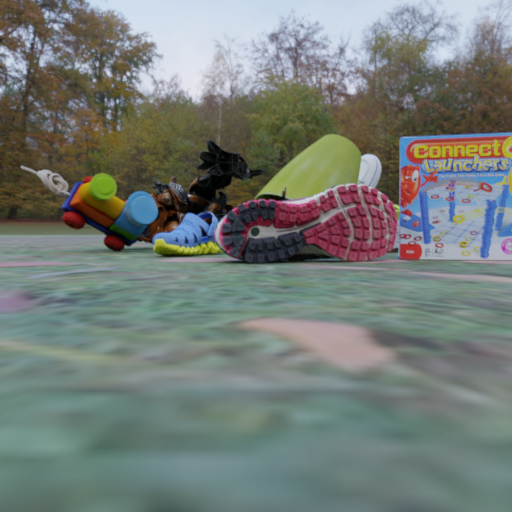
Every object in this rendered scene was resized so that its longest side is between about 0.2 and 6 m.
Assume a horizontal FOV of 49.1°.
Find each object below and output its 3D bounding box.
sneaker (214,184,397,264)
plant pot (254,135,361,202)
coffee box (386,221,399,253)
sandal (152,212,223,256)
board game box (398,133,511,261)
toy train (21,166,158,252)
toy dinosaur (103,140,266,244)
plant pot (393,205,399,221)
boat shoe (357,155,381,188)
[{"bbox_3d":[0.677,-0.412,7.294,2.473,0.997,0.923,-1,1,-14],"label":"sneaker"},{"bbox_3d":[1.089,-1.192,9.655,1.602,1.712,1.602,30,-19,11],"label":"plant pot"},{"bbox_3d":[2.118,-0.355,10.259,1.472,0.587,0.842,-1,3,-25],"label":"coffee box"},{"bbox_3d":[-1.070,-0.343,8.890,0.644,0.706,1.621,0,4,26],"label":"sandal"},{"bbox_3d":[2.824,-0.780,7.652,1.712,1.676,0.478,0,3,14],"label":"board game box"},{"bbox_3d":[-2.963,-1.096,9.960,2.386,1.010,1.381,32,-27,-23],"label":"toy train"},{"bbox_3d":[-1.198,-1.053,12.384,4.162,2.126,2.825,-32,5,-38],"label":"toy dinosaur"},{"bbox_3d":[2.627,-0.617,12.027,0.953,0.865,0.948,-1,12,3],"label":"plant pot"},{"bbox_3d":[1.609,-1.361,11.767,0.991,2.326,0.859,39,8,-46],"label":"boat shoe"}]
